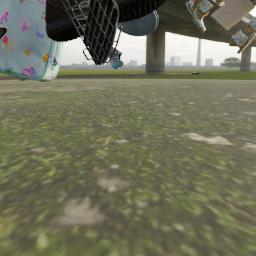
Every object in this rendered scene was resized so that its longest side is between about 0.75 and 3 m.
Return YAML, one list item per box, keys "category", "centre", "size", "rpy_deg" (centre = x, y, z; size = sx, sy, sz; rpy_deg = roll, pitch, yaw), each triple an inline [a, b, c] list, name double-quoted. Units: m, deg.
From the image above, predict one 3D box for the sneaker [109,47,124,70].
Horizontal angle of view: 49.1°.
- category: "sneaker"
  centre: [-0.456, -2.702, 10.181]
  size: [0.522, 1.093, 0.434]
  rpy_deg: [-22, -1, 15]

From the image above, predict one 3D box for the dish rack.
- category: "dish rack"
  centre: [-0.663, -2.274, 4.290]
  size: [0.668, 2.448, 1.878]
  rpy_deg: [-26, -7, -18]

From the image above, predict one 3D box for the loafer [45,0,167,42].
- category: "loafer"
  centre: [-0.396, -2.633, 5.505]
  size: [2.796, 0.997, 1.020]
  rpy_deg: [-20, 1, -3]

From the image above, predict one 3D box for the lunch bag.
- category: "lunch bag"
  centre: [-3.035, -2.799, 8.648]
  size: [2.221, 2.770, 1.068]
  rpy_deg: [14, 6, 1]

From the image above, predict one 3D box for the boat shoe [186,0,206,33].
- category: "boat shoe"
  centre: [2.392, -3.807, 9.496]
  size: [0.392, 1.146, 0.428]
  rpy_deg: [-26, 18, 26]

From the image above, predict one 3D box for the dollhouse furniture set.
- category: "dollhouse furniture set"
  centre: [2.927, -3.210, 6.887]
  size: [1.893, 1.738, 1.232]
  rpy_deg: [-40, -10, -10]

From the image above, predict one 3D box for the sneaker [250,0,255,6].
- category: "sneaker"
  centre: [4.843, -4.572, 9.525]
  size: [2.227, 0.830, 0.970]
  rpy_deg: [-1, 5, 31]

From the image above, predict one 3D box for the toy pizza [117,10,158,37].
- category: "toy pizza"
  centre: [0.203, -4.463, 11.076]
  size: [2.105, 0.334, 2.105]
  rpy_deg: [16, -23, 7]

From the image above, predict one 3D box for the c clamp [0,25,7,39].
- category: "c clamp"
  centre: [-3.749, -2.091, 6.874]
  size: [1.813, 0.246, 1.549]
  rpy_deg: [-29, 13, 33]
